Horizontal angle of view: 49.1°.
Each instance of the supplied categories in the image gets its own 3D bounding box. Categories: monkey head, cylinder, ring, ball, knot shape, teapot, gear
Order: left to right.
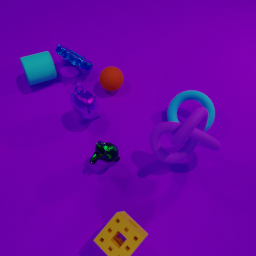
[{"bbox_3d":[-3.003,-2.006,9.411,0.930,0.930,0.930,-20,64,-18],"label":"cylinder"},{"bbox_3d":[-1.814,-2.391,9.529,1.310,1.310,0.242,36,105,17],"label":"gear"},{"bbox_3d":[-1.259,-0.730,8.538,0.739,1.510,0.939,-42,47,-19],"label":"teapot"},{"bbox_3d":[-0.645,0.765,7.787,0.673,1.116,0.803,29,83,24],"label":"monkey head"},{"bbox_3d":[-0.550,-1.638,9.326,0.812,0.812,0.812,0,62,0],"label":"ball"},{"bbox_3d":[1.436,0.293,7.483,1.758,1.879,0.868,-20,55,18],"label":"knot shape"},{"bbox_3d":[1.933,-0.443,8.669,1.442,0.288,1.442,-1,87,19],"label":"ring"}]

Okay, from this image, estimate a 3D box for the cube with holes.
[{"bbox_3d":[-0.141,2.590,6.647,0.826,0.826,0.826,40,86,18],"label":"cube with holes"}]
